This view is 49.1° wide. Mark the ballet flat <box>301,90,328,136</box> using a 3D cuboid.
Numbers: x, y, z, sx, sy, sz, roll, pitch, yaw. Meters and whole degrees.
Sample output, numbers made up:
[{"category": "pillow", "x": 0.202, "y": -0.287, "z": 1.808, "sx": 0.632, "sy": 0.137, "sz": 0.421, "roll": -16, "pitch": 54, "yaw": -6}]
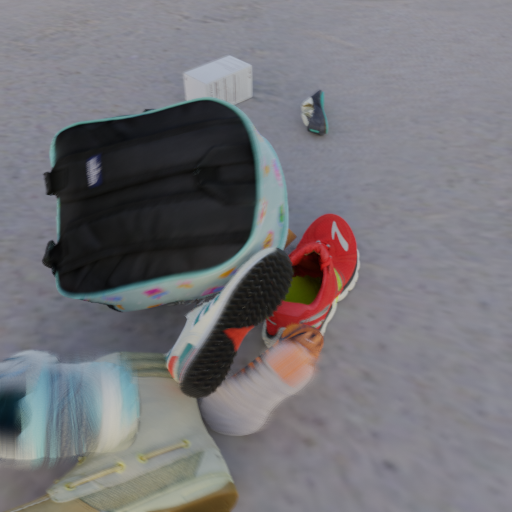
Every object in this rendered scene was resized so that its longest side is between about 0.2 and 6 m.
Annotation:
[{"category": "ballet flat", "x": 1.294, "y": -3.258, "z": 12.621, "sx": 0.587, "sy": 0.587, "sz": 1.606, "roll": 1, "pitch": 45, "yaw": 1}]

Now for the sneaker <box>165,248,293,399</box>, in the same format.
[{"category": "sneaker", "x": -0.420, "y": 0.666, "z": 6.769, "sx": 2.024, "sy": 0.713, "sz": 0.946, "roll": -55, "pitch": 36, "yaw": -6}]

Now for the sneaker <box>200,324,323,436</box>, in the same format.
[{"category": "sneaker", "x": 0.166, "y": 1.523, "z": 6.990, "sx": 0.727, "sy": 1.874, "sz": 1.050, "roll": 54, "pitch": 29, "yaw": 2}]

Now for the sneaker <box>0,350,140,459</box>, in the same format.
[{"category": "sneaker", "x": -2.598, "y": 1.546, "z": 5.913, "sx": 2.905, "sy": 1.254, "sz": 1.127, "roll": -13, "pitch": 76, "yaw": 37}]

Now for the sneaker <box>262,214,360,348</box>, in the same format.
[{"category": "sneaker", "x": 0.935, "y": 0.184, "z": 8.396, "sx": 1.104, "sy": 1.217, "sz": 2.867, "roll": 13, "pitch": 45, "yaw": 14}]

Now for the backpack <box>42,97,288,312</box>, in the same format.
[{"category": "backpack", "x": -1.053, "y": -0.649, "z": 7.778, "sx": 3.063, "sy": 2.348, "sz": 2.693, "roll": -13, "pitch": 71, "yaw": 24}]

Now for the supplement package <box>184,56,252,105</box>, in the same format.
[{"category": "supplement package", "x": -0.884, "y": -4.023, "z": 13.206, "sx": 1.419, "sy": 0.833, "sz": 0.830, "roll": -32, "pitch": 52, "yaw": -30}]

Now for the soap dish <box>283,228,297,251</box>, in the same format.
[{"category": "soap dish", "x": -0.110, "y": -0.223, "z": 9.193, "sx": 1.241, "sy": 0.504, "sz": 0.976, "roll": -42, "pitch": 55, "yaw": -20}]

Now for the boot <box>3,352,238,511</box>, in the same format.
[{"category": "boot", "x": -1.845, "y": 2.227, "z": 6.348, "sx": 2.813, "sy": 1.014, "sz": 2.176, "roll": -9, "pitch": 44, "yaw": -19}]
